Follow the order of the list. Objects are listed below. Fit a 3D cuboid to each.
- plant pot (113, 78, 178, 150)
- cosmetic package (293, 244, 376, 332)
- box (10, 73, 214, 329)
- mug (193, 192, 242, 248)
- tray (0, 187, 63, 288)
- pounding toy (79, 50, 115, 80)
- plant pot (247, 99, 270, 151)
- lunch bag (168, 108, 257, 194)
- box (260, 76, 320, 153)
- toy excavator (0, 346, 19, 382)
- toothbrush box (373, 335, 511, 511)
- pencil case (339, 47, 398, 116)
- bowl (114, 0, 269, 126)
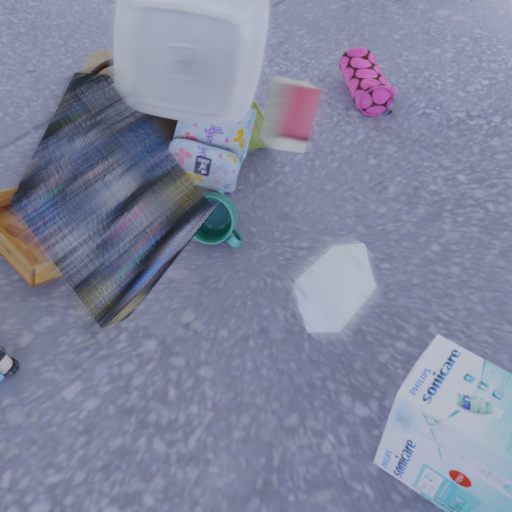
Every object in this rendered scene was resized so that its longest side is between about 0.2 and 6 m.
[{"bbox_3d":[-2.178,-2.649,11.465,1.201,2.602,2.602,6,41,41],"label":"plant pot"},{"bbox_3d":[0.946,0.358,6.619,0.466,0.648,1.148,-6,21,35],"label":"cosmetic package"},{"bbox_3d":[-1.581,-0.529,5.779,1.893,1.878,0.470,51,35,13],"label":"box"},{"bbox_3d":[-0.789,-0.647,10.508,0.900,1.095,0.677,-11,15,11],"label":"mug"},{"bbox_3d":[-4.206,-0.427,10.299,2.458,0.455,1.212,36,39,28],"label":"tray"},{"bbox_3d":[-2.827,-3.967,13.714,2.786,1.598,1.593,2,74,14],"label":"pounding toy"},{"bbox_3d":[-0.332,-2.720,12.348,1.036,1.127,1.127,-26,50,-5],"label":"plant pot"},{"bbox_3d":[-0.917,-2.278,11.375,1.509,1.779,1.131,18,4,-3],"label":"lunch bag"},{"bbox_3d":[0.452,-1.915,7.601,0.484,0.889,0.568,4,25,-22],"label":"box"},{"bbox_3d":[-4.443,1.732,8.448,1.176,0.604,1.209,27,61,24],"label":"toy excavator"},{"bbox_3d":[2.932,2.463,6.765,2.625,1.922,1.120,31,54,25],"label":"toothbrush box"},{"bbox_3d":[2.762,-4.390,13.958,0.999,0.967,2.132,-31,46,21],"label":"pencil case"},{"bbox_3d":[-1.107,-3.211,8.971,2.439,2.442,0.912,9,39,-6],"label":"bowl"}]
